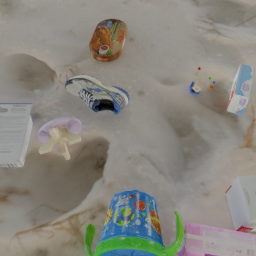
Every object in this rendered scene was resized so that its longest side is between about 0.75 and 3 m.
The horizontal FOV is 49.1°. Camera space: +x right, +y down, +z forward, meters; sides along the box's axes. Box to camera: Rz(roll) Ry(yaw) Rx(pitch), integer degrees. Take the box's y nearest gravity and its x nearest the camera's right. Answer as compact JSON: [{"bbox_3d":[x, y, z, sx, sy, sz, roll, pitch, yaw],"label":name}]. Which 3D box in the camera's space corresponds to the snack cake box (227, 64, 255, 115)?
[{"bbox_3d":[4.629,-1.601,11.471,0.620,1.062,1.846,17,57,12],"label":"snack cake box"}]

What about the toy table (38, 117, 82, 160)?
[{"bbox_3d":[-2.423,0.329,10.008,1.621,1.491,0.950,-28,41,7],"label":"toy table"}]

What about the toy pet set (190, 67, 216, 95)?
[{"bbox_3d":[3.085,-1.888,12.077,1.056,0.561,0.986,40,59,-13],"label":"toy pet set"}]

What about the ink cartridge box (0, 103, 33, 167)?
[{"bbox_3d":[-5.020,0.233,10.529,2.581,0.569,2.629,0,53,0],"label":"ink cartridge box"}]

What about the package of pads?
[{"bbox_3d":[2.563,3.371,7.893,2.203,1.327,0.833,8,56,6],"label":"package of pads"}]

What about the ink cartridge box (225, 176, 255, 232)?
[{"bbox_3d":[4.249,2.311,8.592,1.883,1.368,1.362,-2,56,-1],"label":"ink cartridge box"}]

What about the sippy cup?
[{"bbox_3d":[0.119,2.892,7.998,2.565,2.014,1.880,11,44,-7],"label":"sippy cup"}]

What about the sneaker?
[{"bbox_3d":[-1.340,-1.277,11.157,2.689,1.036,1.146,16,53,7],"label":"sneaker"}]

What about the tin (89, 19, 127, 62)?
[{"bbox_3d":[-0.917,-4.293,13.664,1.565,0.585,2.795,7,56,10],"label":"tin"}]
